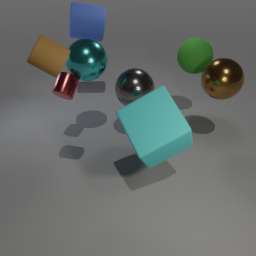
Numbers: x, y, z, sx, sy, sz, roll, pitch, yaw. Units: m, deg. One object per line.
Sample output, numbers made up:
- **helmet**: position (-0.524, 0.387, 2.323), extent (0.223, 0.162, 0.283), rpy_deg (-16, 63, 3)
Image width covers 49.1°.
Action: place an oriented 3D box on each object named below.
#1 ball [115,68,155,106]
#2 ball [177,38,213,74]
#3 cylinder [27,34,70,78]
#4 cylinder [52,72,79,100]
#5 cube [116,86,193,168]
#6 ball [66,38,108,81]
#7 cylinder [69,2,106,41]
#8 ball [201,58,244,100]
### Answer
- **ball**: position (0.235, -1.391, 9.872), extent (1.400, 1.400, 1.400), rpy_deg (0, 32, 0)
- **ball**: position (2.670, -2.869, 11.153), extent (1.400, 1.400, 1.400), rpy_deg (0, 32, 0)
- **cylinder**: position (-1.745, -1.586, 6.187), extent (0.700, 0.700, 0.700), rpy_deg (27, 25, -21)
- **cylinder**: position (-2.037, -1.373, 9.190), extent (0.700, 0.700, 0.700), rpy_deg (13, 77, 20)
- **cube**: position (0.733, 0.028, 7.377), extent (1.400, 1.400, 1.400), rpy_deg (-29, 67, 4)
- **ball**: position (-1.373, -2.260, 9.332), extent (1.400, 1.400, 1.400), rpy_deg (0, 32, 0)
- **cylinder**: position (-1.713, -4.442, 11.763), extent (1.400, 1.400, 1.400), rpy_deg (3, 31, -11)
- **ball**: position (3.202, -1.665, 9.526), extent (1.400, 1.400, 1.400), rpy_deg (0, 32, 0)
